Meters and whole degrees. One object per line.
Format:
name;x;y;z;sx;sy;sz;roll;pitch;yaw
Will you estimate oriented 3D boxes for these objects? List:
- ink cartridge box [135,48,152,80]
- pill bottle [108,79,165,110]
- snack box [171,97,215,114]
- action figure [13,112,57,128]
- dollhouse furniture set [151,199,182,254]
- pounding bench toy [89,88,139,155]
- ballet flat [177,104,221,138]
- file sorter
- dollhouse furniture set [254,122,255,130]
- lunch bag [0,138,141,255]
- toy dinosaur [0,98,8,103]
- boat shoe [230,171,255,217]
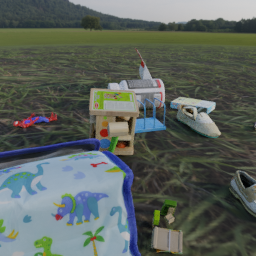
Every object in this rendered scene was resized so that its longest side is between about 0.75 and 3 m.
ink cartridge box;0.773;-3.054;15.148;0.621;2.479;2.011;-29;17;8
pill bottle;0.330;-1.494;12.640;2.393;1.362;1.362;-4;22;-12
snack box;2.989;-1.055;12.930;1.780;0.330;1.034;14;25;32
action figure;-3.669;-0.322;11.020;1.657;0.428;0.542;-19;31;-35
dollhouse furniture set;0.739;1.966;5.428;0.554;0.428;1.108;9;41;3
pounding bench toy;-0.461;0.103;8.141;1.343;1.686;2.162;2;33;-7
ballet flat;2.566;-0.346;10.559;0.792;0.732;2.349;-8;23;-25
file sorter;0.452;-0.506;10.592;1.666;1.022;1.156;-7;22;-16
dollhouse furniture set;5.170;-0.293;10.517;0.746;0.669;0.942;12;24;28
lunch bag;-1.478;1.264;5.132;2.540;1.903;2.987;-8;10;-19
toy dinosaur;-6.417;-1.298;13.710;1.033;0.245;0.455;-9;38;-23
boat shoe;2.795;1.481;6.175;0.563;0.515;1.507;-7;23;-19
